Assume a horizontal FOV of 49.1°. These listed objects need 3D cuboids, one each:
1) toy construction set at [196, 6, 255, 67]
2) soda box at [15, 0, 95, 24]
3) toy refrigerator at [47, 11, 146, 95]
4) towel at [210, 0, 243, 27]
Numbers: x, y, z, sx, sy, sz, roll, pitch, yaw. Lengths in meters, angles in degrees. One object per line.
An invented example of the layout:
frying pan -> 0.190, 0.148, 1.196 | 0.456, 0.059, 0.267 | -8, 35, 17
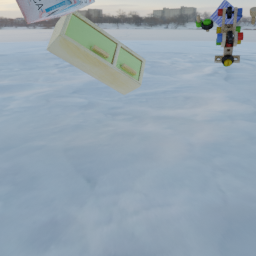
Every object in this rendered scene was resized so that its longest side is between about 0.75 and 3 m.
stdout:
toy construction set -> 3.441, -2.893, 8.939 | 2.008, 1.543, 1.675 | -20, 50, 4
soda box -> -1.010, -2.000, 4.093 | 0.659, 0.612, 1.926 | -19, 23, 11
toy refrigerator -> -0.615, -1.643, 6.263 | 2.113, 0.802, 0.739 | 28, -30, -30
towel -> 3.436, -3.921, 9.848 | 0.129, 0.781, 1.078 | 3, 47, -42
